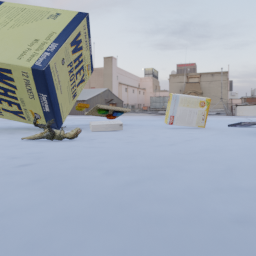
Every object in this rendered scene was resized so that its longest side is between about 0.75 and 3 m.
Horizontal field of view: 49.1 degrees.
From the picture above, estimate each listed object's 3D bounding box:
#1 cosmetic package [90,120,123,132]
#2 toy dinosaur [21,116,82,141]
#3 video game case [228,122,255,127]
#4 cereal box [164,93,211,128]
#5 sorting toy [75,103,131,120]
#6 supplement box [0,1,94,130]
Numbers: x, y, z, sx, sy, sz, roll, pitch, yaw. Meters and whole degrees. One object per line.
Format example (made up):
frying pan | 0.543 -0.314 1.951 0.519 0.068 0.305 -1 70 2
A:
cosmetic package | -0.523 -0.048 6.739 0.763 0.193 0.315 -3 18 -15
toy dinosaur | -1.239 0.038 4.288 0.999 0.440 0.237 -3 43 6
video game case | 3.739 -0.122 8.834 0.928 0.088 0.663 0 -7 -19
cereal box | 1.653 -0.475 7.766 1.195 0.860 0.236 6 14 -15
sorting toy | -1.050 -0.579 10.413 1.933 0.259 1.440 5 -12 -28
supplement box | -2.589 -1.693 7.131 2.679 1.800 2.682 11 48 9
